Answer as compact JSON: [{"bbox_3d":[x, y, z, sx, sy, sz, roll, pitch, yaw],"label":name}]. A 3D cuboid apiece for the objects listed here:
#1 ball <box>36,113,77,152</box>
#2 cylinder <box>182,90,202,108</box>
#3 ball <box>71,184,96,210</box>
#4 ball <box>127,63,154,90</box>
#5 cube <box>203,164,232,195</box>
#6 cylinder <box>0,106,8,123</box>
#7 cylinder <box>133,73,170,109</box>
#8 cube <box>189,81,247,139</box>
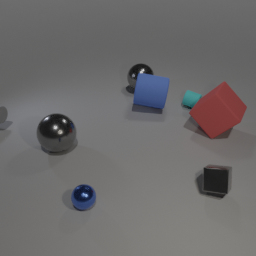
[{"bbox_3d":[-2.558,0.171,10.067,1.400,1.400,1.400,0,31,0],"label":"ball"},{"bbox_3d":[3.006,-1.340,13.157,0.700,0.700,0.700,23,37,19],"label":"cylinder"},{"bbox_3d":[-1.241,1.927,7.849,0.700,0.700,0.700,0,31,0],"label":"ball"},{"bbox_3d":[0.655,-2.615,14.450,1.400,1.400,1.400,0,31,0],"label":"ball"},{"bbox_3d":[2.628,1.487,8.213,0.700,0.700,0.700,3,2,28],"label":"cube"},{"bbox_3d":[-5.348,-0.577,11.239,0.700,0.700,0.700,8,32,16],"label":"cylinder"},{"bbox_3d":[1.044,-1.667,12.602,1.400,1.400,1.400,11,32,3],"label":"cylinder"},{"bbox_3d":[3.542,-0.705,10.998,1.400,1.400,1.400,49,42,-1],"label":"cube"}]
